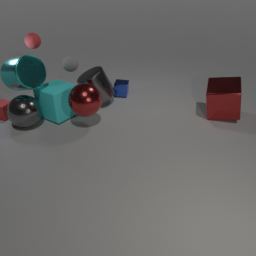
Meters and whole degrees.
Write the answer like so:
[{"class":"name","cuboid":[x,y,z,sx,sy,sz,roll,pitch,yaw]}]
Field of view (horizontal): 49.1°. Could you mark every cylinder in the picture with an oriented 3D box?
[{"class":"cylinder","cuboid":[-4.428,-2.311,11.861,1.400,1.400,1.400,4,26,42]},{"class":"cylinder","cuboid":[-1.550,-2.050,13.662,1.400,1.400,1.400,-22,32,15]}]

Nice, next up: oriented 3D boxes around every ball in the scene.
[{"class":"ball","cuboid":[-2.553,-2.834,12.388,0.700,0.700,0.700,0,31,0]},{"class":"ball","cuboid":[-4.372,-0.705,11.849,1.400,1.400,1.400,0,31,0]},{"class":"ball","cuboid":[-4.252,-3.895,12.517,0.700,0.700,0.700,0,31,0]},{"class":"ball","cuboid":[-1.778,-1.161,11.586,1.400,1.400,1.400,0,31,0]}]

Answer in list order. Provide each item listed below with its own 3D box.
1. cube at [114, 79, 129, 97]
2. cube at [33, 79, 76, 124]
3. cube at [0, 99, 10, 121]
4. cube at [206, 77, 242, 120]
[{"class":"cube","cuboid":[-0.344,-2.098,14.711,0.700,0.700,0.700,7,31,5]},{"class":"cube","cuboid":[-3.189,-1.231,12.649,1.400,1.400,1.400,18,35,32]},{"class":"cube","cuboid":[-5.679,-0.834,12.722,0.700,0.700,0.700,11,33,18]},{"class":"cube","cuboid":[4.259,-1.315,12.449,1.400,1.400,1.400,2,41,20]}]
